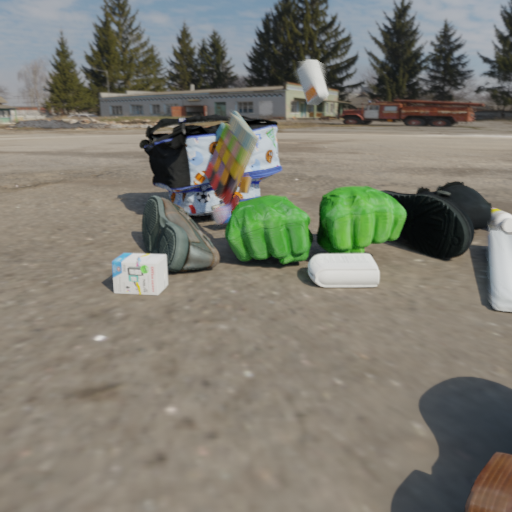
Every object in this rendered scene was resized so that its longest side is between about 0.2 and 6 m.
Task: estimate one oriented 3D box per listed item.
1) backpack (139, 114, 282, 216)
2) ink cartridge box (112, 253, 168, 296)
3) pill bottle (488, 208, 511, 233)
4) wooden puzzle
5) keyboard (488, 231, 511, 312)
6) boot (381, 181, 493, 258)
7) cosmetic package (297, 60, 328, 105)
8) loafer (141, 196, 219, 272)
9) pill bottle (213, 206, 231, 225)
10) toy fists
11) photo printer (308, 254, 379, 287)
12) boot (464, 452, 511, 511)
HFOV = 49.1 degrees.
[{"bbox_3d":[-0.989,-2.450,14.714,3.300,2.669,3.465,-19,20,-19],"label":"backpack"},{"bbox_3d":[-1.867,0.289,9.074,0.747,0.548,0.546,2,15,8],"label":"ink cartridge box"},{"bbox_3d":[5.729,-0.816,13.155,0.467,0.467,0.895,-1,17,-5],"label":"pill bottle"},{"bbox_3d":[-0.566,-2.117,12.078,0.192,1.617,2.726,12,27,-26],"label":"wooden puzzle"},{"bbox_3d":[4.621,0.211,9.686,1.077,0.204,3.825,12,22,17],"label":"keyboard"},{"bbox_3d":[4.197,-0.879,12.045,2.562,1.164,3.049,-6,19,-24],"label":"boot"},{"bbox_3d":[1.360,-4.180,13.514,0.337,0.947,0.480,-9,-13,-32],"label":"cosmetic package"},{"bbox_3d":[-1.566,-0.372,11.004,0.932,1.064,2.962,11,17,-26],"label":"loafer"},{"bbox_3d":[-0.593,-0.989,13.107,0.739,0.415,0.415,-14,21,-30],"label":"pill bottle"},{"bbox_3d":[1.081,-0.569,10.552,3.361,1.156,1.713,-6,14,-2],"label":"toy fists"},{"bbox_3d":[1.450,0.241,9.530,1.132,0.393,0.942,0,17,0],"label":"photo printer"},{"bbox_3d":[3.205,1.413,3.394,2.983,0.958,2.780,-4,23,45],"label":"boot"}]
